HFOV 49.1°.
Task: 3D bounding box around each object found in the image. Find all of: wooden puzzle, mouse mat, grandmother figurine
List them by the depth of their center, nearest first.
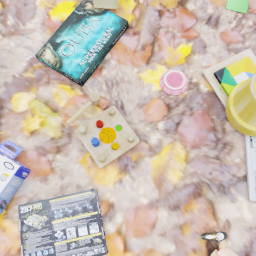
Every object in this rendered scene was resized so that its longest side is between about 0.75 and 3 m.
[{"bbox_3d":[2.973,3.707,7.000,1.106,0.552,1.823,-43,44,-18],"label":"grandmother figurine"},{"bbox_3d":[3.783,-1.581,9.326,2.020,0.376,1.869,-25,73,-8],"label":"wooden puzzle"},{"bbox_3d":[4.116,-4.638,10.533,0.824,0.031,0.663,16,72,6],"label":"mouse mat"}]

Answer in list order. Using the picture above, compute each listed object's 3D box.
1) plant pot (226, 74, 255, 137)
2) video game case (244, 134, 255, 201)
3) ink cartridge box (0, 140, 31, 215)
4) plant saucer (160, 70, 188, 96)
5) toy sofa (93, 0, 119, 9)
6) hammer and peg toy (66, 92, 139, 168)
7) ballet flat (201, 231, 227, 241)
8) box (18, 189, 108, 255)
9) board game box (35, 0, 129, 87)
[{"bbox_3d":[3.883,-0.804,8.017,1.798,1.691,1.798,-2,74,7],"label":"plant pot"},{"bbox_3d":[4.648,1.035,8.327,2.128,0.258,2.337,0,71,11],"label":"video game case"},{"bbox_3d":[-4.052,1.456,8.002,1.690,0.946,2.477,29,76,9],"label":"ink cartridge box"},{"bbox_3d":[1.549,-1.565,9.393,0.955,0.242,0.955,0,71,0],"label":"plant saucer"},{"bbox_3d":[-0.690,-5.403,10.031,0.917,1.081,2.215,4,59,1],"label":"toy sofa"},{"bbox_3d":[-0.834,0.035,8.609,1.528,0.733,2.077,-35,75,-9],"label":"hammer and peg toy"},{"bbox_3d":[2.443,3.055,7.839,0.750,0.257,0.255,-4,75,-2],"label":"ballet flat"},{"bbox_3d":[-1.806,2.808,7.766,2.244,0.551,1.809,-12,73,-4],"label":"box"},{"bbox_3d":[-1.570,-3.071,9.805,1.964,0.409,2.904,31,74,10],"label":"board game box"}]
